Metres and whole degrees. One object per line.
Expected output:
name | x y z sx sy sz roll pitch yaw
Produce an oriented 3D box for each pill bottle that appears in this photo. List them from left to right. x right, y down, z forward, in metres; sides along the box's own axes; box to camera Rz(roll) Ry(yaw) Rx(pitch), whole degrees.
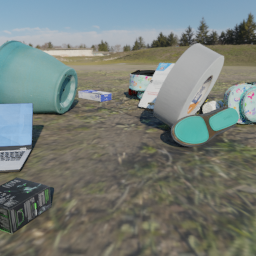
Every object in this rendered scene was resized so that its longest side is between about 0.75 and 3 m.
pill bottle | 3.716 -0.811 11.604 1.196 0.683 0.683 -10 19 -30

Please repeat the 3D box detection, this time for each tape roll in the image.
tape roll | 1.989 -1.294 9.175 0.910 2.754 2.754 34 29 19

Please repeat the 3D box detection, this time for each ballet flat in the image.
ballet flat | 2.226 0.005 8.591 2.722 0.994 0.994 -17 22 -29

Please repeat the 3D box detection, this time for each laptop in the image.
laptop | -3.572 0.186 7.091 1.994 1.234 2.130 -3 16 -7

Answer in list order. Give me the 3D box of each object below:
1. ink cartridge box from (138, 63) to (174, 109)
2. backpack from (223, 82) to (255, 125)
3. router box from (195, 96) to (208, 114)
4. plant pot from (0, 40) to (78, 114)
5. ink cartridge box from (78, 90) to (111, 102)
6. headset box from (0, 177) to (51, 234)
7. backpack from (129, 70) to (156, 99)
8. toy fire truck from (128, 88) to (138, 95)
ink cartridge box | 1.729 -1.783 13.220 1.480 2.551 0.865 14 -21 41
backpack | 4.496 -0.900 10.354 1.762 1.564 1.326 -3 11 5
router box | 2.966 -1.785 12.217 0.755 2.205 2.956 6 17 23
plant pot | -3.787 -1.927 11.935 2.793 2.973 2.973 16 19 10
ink cartridge box | -1.858 -1.814 15.610 1.818 0.402 0.855 13 20 39
headset box | -1.902 1.255 4.765 0.825 0.440 0.948 7 17 25
backpack | 1.162 -2.378 15.200 2.243 1.688 1.991 4 15 -14
toy fire truck | 0.550 -2.657 17.025 0.832 1.245 1.483 5 17 16
